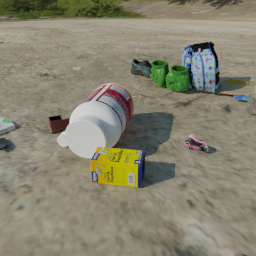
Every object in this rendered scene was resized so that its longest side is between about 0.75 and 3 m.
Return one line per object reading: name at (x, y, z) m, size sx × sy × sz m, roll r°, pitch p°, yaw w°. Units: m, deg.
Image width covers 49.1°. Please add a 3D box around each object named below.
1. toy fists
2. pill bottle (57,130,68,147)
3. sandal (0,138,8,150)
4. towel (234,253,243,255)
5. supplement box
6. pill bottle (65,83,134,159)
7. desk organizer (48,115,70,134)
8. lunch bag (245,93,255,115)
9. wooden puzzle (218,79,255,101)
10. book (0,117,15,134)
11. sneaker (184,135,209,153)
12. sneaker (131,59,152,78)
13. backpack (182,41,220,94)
toy fists at (1.895, -2.335, 12.987) m, size 0.786 × 1.164 × 2.284 m, roll -35°, pitch 40°, yaw -25°
pill bottle at (-1.767, 0.245, 8.572) m, size 0.455 × 0.455 × 0.799 m, roll 12°, pitch 30°, yaw 23°
sandal at (-3.773, 0.505, 8.410) m, size 0.323 × 0.182 × 0.849 m, roll -1°, pitch 16°, yaw -18°
towel at (1.829, 2.559, 4.297) m, size 0.941 × 0.149 × 1.310 m, roll 25°, pitch 36°, yaw 39°
supplement box at (-0.232, 0.952, 6.898) m, size 1.237 × 0.677 × 0.673 m, roll 4°, pitch 27°, yaw 9°
pill bottle at (-0.801, -0.264, 8.385) m, size 1.523 × 1.523 × 2.696 m, roll 6°, pitch 27°, yaw 12°
desk organizer at (-2.036, -0.184, 9.416) m, size 1.193 × 0.459 × 0.428 m, roll -11°, pitch 29°, yaw -20°
lunch bag at (5.335, -0.829, 10.319) m, size 1.423 × 0.837 × 1.167 m, roll -7°, pitch 28°, yaw -26°
wooden puzzle at (4.985, -1.691, 12.669) m, size 1.755 × 0.304 × 2.602 m, roll 10°, pitch 28°, yaw 29°
book at (-4.487, 0.032, 9.264) m, size 0.785 × 0.282 × 1.175 m, roll 22°, pitch 32°, yaw 30°
sneaker at (2.000, 0.539, 8.241) m, size 0.400 × 0.331 × 0.838 m, roll -35°, pitch 37°, yaw -16°
sneaker at (1.015, -3.165, 15.012) m, size 2.044 × 0.810 × 0.771 m, roll 17°, pitch 29°, yaw 27°
backpack at (3.314, -2.598, 12.701) m, size 1.509 × 2.047 × 2.242 m, roll -5°, pitch 37°, yaw 8°
